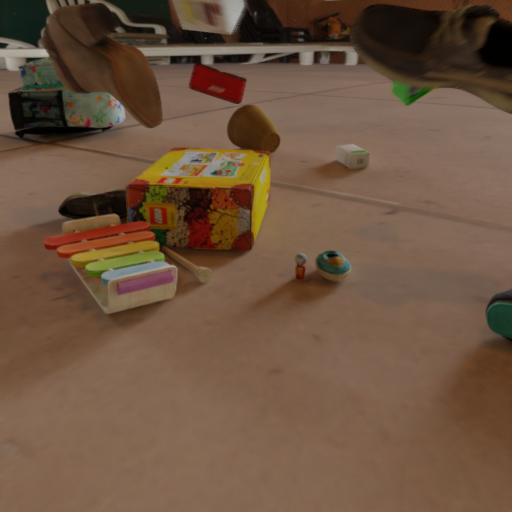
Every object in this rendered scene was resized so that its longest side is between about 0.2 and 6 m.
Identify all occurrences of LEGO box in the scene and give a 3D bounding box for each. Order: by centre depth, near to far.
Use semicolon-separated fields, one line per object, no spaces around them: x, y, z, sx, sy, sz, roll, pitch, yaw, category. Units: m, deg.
-0.953;-1.193;10.761;2.178;1.129;2.925;3;24;7;LEGO box

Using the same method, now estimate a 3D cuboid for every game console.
-0.700;-2.987;9.894;0.941;0.559;0.811;15;64;-10;game console

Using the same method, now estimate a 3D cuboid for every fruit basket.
3.029;-3.125;9.929;1.013;0.731;1.013;-4;46;4;fruit basket

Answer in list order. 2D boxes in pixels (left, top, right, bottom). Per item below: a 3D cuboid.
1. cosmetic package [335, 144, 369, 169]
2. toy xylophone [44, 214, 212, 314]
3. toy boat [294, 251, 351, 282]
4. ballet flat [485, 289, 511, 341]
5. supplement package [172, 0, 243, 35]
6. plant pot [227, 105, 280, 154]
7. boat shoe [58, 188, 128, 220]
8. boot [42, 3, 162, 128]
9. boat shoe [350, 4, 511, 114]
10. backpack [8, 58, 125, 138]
2.582;-2.676;15.079;0.547;0.431;1.017;-9;26;-15;cosmetic package
-1.904;0.042;8.511;1.947;0.668;2.659;-18;29;-36;toy xylophone
1.021;0.131;8.631;0.888;0.413;0.747;-5;24;-12;toy boat
3.921;0.864;6.516;2.335;0.853;0.853;18;29;39;ballet flat
-0.932;-4.875;10.431;1.053;1.101;0.810;13;67;17;supplement package
0.067;-3.509;16.158;1.309;1.309;1.405;-14;37;-29;plant pot
-2.983;-0.932;10.882;1.775;0.638;0.575;1;29;10;boat shoe
-3.049;-3.535;10.857;1.942;2.657;0.933;-7;23;44;boot
2.925;-3.009;7.853;3.155;1.175;1.157;16;-15;4;boat shoe
-6.134;-5.276;18.667;3.432;2.584;3.047;2;22;-6;backpack
